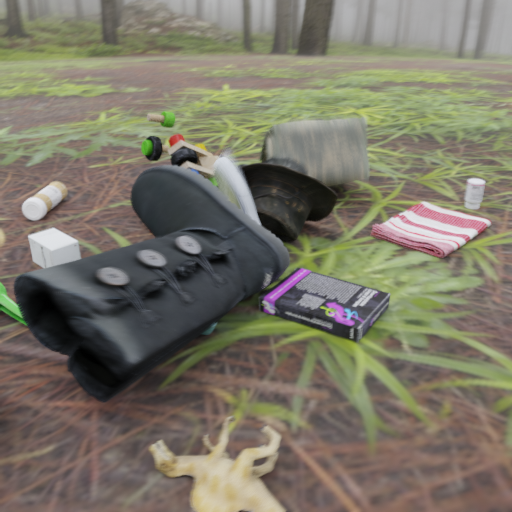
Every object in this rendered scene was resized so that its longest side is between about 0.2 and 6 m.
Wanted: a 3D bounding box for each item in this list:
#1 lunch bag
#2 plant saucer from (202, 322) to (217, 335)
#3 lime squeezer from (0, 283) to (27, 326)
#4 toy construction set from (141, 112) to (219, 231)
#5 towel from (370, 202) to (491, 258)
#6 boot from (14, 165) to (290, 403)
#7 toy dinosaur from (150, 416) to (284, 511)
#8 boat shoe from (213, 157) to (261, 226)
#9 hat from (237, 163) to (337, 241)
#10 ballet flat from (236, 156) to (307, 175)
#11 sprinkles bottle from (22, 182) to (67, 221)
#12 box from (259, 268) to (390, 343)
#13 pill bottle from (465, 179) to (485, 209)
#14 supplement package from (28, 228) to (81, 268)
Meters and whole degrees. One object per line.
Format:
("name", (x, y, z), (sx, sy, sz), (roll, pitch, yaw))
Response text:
("lunch bag", (1.363, -2.525, 14.221), (2.303, 1.651, 2.808), (-5, 4, -7))
("plant saucer", (-1.915, 0.764, 8.778), (2.825, 0.268, 0.988), (8, 24, 7))
("lime squeezer", (-4.609, 0.886, 8.527), (3.416, 0.644, 1.206), (-1, 56, -5))
("toy construction set", (-1.023, -1.305, 11.653), (2.134, 2.316, 2.777), (-3, 37, -37))
("towel", (3.753, -0.624, 11.912), (1.683, 0.266, 2.336), (22, 33, 38))
("boot", (-1.770, 0.026, 8.230), (3.283, 1.307, 3.983), (30, 34, 21))
("toy dinosaur", (-0.152, 2.241, 5.640), (1.988, 0.579, 1.005), (11, 42, 38))
("boat shoe", (-0.377, -0.799, 10.094), (0.602, 1.940, 0.699), (-27, 17, -12))
("hat", (0.446, -0.877, 11.274), (2.403, 2.403, 0.969), (4, 67, 8))
("ballet flat", (0.103, -1.615, 12.649), (0.861, 1.007, 3.030), (1, 1, -25))
("sprinkles bottle", (-4.905, -1.295, 13.065), (0.493, 0.493, 1.446), (2, 25, 4))
("box", (1.096, 0.740, 8.927), (1.729, 0.312, 1.236), (14, 29, 31))
("pill bottle", (5.141, -1.455, 13.211), (0.375, 0.661, 0.375), (0, 26, 0))
("supplement package", (-3.731, -0.080, 10.396), (0.934, 0.546, 0.548), (22, 33, 39))
